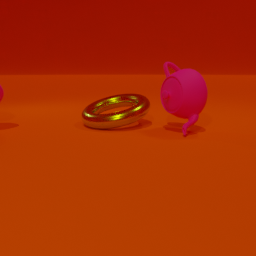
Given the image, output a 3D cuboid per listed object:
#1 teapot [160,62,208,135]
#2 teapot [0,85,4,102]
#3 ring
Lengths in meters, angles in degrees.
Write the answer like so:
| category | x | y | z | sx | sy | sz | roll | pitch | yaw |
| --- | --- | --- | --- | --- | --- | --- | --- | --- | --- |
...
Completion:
| category | x | y | z | sx | sy | sz | roll | pitch | yaw |
| --- | --- | --- | --- | --- | --- | --- | --- | --- | --- |
| teapot | 1.225 | -0.719 | 6.452 | 0.919 | 1.878 | 1.168 | -5 | -21 | -28 |
| teapot | -3.573 | -0.903 | 6.601 | 1.106 | 0.871 | 1.778 | -22 | -14 | -37 |
| ring | -0.326 | -0.477 | 7.429 | 1.864 | 0.373 | 1.864 | -10 | 23 | 4 |
